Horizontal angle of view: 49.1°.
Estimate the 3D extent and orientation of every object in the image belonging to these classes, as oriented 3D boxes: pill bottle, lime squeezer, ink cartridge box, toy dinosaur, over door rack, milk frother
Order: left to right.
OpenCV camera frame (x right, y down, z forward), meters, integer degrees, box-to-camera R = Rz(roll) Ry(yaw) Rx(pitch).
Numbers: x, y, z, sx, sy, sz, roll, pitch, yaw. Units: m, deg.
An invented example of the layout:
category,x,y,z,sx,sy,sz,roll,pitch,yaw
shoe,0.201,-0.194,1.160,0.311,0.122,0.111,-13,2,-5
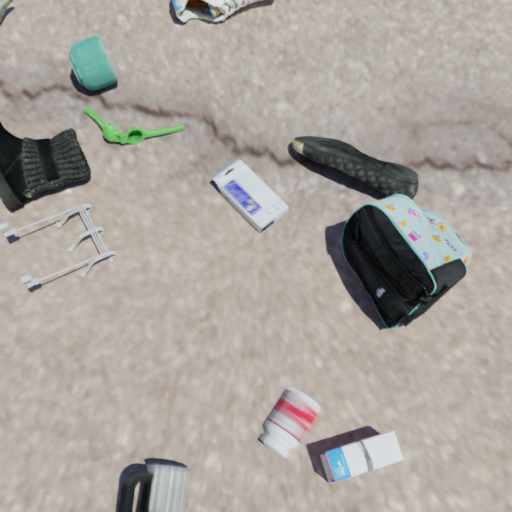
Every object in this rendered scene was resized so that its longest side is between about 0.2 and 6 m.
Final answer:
category,x,y,z,sx,sy,sz,roll,pitch,yaw
toy dinosaur,-6.404,-4.650,12.423,1.336,0.720,3.032,9,65,-12
over door rack,-3.679,-0.181,10.411,1.753,0.584,1.295,-20,66,-31
lime squeezer,-2.685,-2.633,11.762,2.226,0.420,0.786,11,36,6
milk frother,-1.330,3.743,8.359,1.215,1.096,1.143,-11,62,33
ink cartridge box,-0.133,-1.203,11.105,0.745,0.294,1.499,-38,73,-16
pill bottle,0.562,2.756,9.185,0.558,0.558,0.995,32,69,13
ink cartridge box,1.649,3.187,8.867,1.128,0.826,0.484,-14,67,-6

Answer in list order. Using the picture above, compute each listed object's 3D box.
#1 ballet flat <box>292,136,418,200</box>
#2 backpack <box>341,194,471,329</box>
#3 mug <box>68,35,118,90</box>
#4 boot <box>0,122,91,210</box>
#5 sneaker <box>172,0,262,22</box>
category,x,y,z,sx,sy,sz,roll,pitch,yaw
ballet flat,1.890,-1.727,11.140,2.708,0.769,0.900,27,36,17
backpack,2.531,-0.046,9.808,1.570,1.801,2.049,-27,68,-29
mug,-3.530,-4.083,12.069,0.775,1.254,1.030,-24,92,-7
boot,-4.497,-2.231,11.184,1.806,0.909,2.415,-29,80,-5
sneaker,-0.668,-5.991,12.930,2.560,0.979,1.034,-6,72,5
